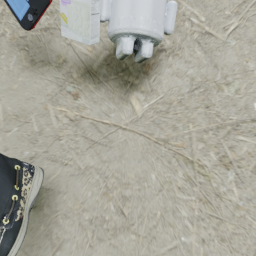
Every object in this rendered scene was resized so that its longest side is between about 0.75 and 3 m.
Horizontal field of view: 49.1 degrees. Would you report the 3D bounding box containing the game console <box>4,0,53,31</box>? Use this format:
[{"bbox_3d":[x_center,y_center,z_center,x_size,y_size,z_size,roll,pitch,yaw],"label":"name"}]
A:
[{"bbox_3d":[-2.686,-3.481,6.978,0.266,1.516,1.714,-40,100,-40],"label":"game console"}]

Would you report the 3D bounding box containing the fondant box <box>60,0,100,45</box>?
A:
[{"bbox_3d":[-1.170,-2.843,6.788,1.010,1.400,0.408,25,38,27],"label":"fondant box"}]

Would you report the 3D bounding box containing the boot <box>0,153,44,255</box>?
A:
[{"bbox_3d":[-2.885,1.457,5.417,1.960,0.937,2.595,41,39,-30],"label":"boot"}]

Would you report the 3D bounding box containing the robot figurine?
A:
[{"bbox_3d":[0.259,-3.042,7.257,2.177,1.450,2.567,5,90,-20],"label":"robot figurine"}]
